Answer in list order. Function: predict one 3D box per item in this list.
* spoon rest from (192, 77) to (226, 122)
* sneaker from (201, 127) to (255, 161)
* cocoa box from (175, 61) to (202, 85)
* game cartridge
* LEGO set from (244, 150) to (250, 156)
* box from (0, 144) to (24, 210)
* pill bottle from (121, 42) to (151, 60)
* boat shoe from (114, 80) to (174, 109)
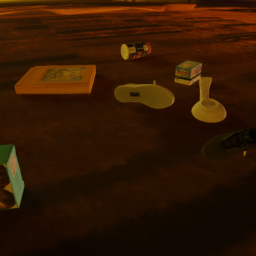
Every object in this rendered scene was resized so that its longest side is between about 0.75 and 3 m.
[{"bbox_3d":[2.817,-0.925,9.917,1.132,0.691,2.278,3,43,8],"label":"spoon rest"},{"bbox_3d":[2.366,0.273,6.007,1.631,0.619,0.740,-20,-18,16],"label":"sneaker"},{"bbox_3d":[2.658,-2.447,12.321,0.749,0.737,1.123,20,35,31],"label":"cocoa box"},{"bbox_3d":[-2.980,-2.166,12.101,2.975,0.482,2.622,0,29,-2],"label":"game cartridge"},{"bbox_3d":[3.106,0.469,7.840,0.932,0.229,0.696,-13,30,-43],"label":"LEGO set"},{"bbox_3d":[-3.723,1.111,5.615,2.892,1.190,0.711,-5,30,-7],"label":"box"},{"bbox_3d":[0.486,-4.309,15.486,1.603,0.851,0.851,-17,34,-27],"label":"pill bottle"},{"bbox_3d":[0.716,-1.268,10.284,2.333,0.862,0.995,7,25,32],"label":"boat shoe"}]
